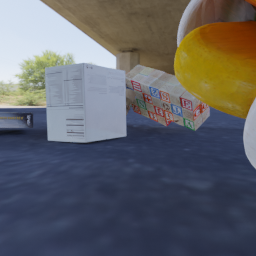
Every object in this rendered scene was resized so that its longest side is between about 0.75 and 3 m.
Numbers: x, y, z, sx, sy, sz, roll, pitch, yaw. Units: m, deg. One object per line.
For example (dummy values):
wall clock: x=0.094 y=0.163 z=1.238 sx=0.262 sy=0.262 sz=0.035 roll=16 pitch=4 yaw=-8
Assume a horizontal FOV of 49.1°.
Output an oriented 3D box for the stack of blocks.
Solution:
stack of blocks: x=0.964 y=-0.714 z=7.149 sx=2.170 sy=1.250 sz=0.636 roll=27 pitch=60 yaw=39

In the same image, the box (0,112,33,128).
box: x=-2.842 y=-0.187 z=6.390 sx=1.128 sy=0.344 sz=1.424 roll=0 pitch=1 yaw=-26

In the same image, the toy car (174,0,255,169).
toy car: x=1.643 y=-0.771 z=1.958 sx=2.476 sy=1.856 sz=2.167 roll=3 pitch=35 yaw=-13

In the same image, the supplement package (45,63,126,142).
supplement package: x=-0.740 y=-0.441 z=5.159 sx=0.943 sy=1.282 sz=1.226 roll=1 pitch=4 yaw=33

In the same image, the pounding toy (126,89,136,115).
pounding toy: x=-0.519 y=-0.931 z=7.521 sx=1.865 sy=1.639 sz=0.853 roll=1 pitch=45 yaw=33
